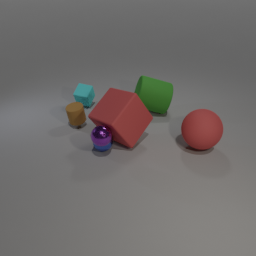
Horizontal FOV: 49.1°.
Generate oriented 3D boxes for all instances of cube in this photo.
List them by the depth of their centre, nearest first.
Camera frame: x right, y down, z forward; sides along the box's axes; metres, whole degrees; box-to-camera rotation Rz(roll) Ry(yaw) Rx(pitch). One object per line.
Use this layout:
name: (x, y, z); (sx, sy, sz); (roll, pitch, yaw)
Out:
cube: (-0.250, -0.384, 9.944); (1.400, 1.400, 1.400); (20, 68, 45)
cube: (-1.999, -1.522, 12.864); (0.700, 0.700, 0.700); (13, 60, 13)

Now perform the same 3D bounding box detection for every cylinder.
cylinder: (-2.076, -0.570, 11.192); (0.700, 0.700, 0.700); (-5, 38, 4)
cylinder: (1.069, -1.444, 12.219); (1.400, 1.400, 1.400); (14, 27, -10)

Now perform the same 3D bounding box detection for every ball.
ball: (-0.864, 0.252, 9.122); (0.700, 0.700, 0.700); (0, 29, 0)
ball: (2.539, 0.039, 9.631); (1.400, 1.400, 1.400); (0, 29, 0)
ball: (-0.879, 0.475, 9.806); (0.700, 0.700, 0.700); (0, 29, 0)
